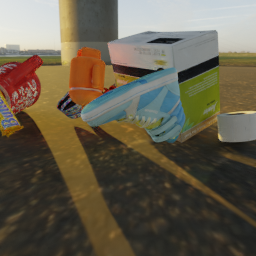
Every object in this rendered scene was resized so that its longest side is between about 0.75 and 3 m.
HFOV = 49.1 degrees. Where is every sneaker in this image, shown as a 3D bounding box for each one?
[{"bbox_3d":[0.286,-0.169,5.271,2.201,1.437,0.876,-28,15,-28],"label":"sneaker"}]

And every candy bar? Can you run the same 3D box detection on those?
[{"bbox_3d":[-3.792,-0.895,7.877,0.649,2.604,0.289,-27,-10,-32],"label":"candy bar"}]

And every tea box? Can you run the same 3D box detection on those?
[{"bbox_3d":[1.015,-1.314,7.906,1.711,2.520,2.561,-26,31,-30],"label":"tea box"}]

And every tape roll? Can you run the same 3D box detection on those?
[{"bbox_3d":[2.777,-0.045,7.117,0.962,0.661,0.962,-7,7,1],"label":"tape roll"}]

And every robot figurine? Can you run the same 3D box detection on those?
[{"bbox_3d":[-1.009,-1.189,6.904,1.073,1.492,0.870,4,0,21],"label":"robot figurine"}]

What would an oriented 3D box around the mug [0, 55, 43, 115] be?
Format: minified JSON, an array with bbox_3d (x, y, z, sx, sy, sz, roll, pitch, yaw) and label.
[{"bbox_3d":[-4.218,-1.477,9.605,1.841,2.449,2.759,18,18,-7],"label":"mug"}]

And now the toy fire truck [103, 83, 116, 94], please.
[{"bbox_3d":[-0.449,-1.506,11.075,1.772,1.140,1.560,27,58,26],"label":"toy fire truck"}]

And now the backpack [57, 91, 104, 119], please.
[{"bbox_3d":[-1.601,-0.845,9.601,1.505,1.012,1.374,-39,33,-16],"label":"backpack"}]
